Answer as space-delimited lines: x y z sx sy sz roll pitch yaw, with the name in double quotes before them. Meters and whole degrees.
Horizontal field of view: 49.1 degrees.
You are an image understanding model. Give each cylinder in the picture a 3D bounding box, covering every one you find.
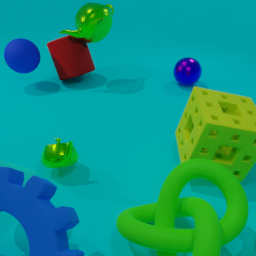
"cylinder" -1.832 -2.307 9.104 1.232 1.232 1.232 -16 16 5

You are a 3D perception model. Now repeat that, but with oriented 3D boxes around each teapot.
"teapot" -1.339 0.487 5.537 0.741 0.583 1.192 -2 -8 -37
"teapot" -1.126 -3.142 8.312 0.937 1.190 1.913 42 68 16

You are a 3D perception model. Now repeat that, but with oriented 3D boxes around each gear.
"gear" -1.592 1.541 3.344 2.075 0.384 2.075 -3 71 9

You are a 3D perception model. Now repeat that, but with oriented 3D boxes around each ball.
"ball" 1.897 -1.801 8.945 0.899 0.899 0.899 0 34 0
"ball" -3.217 -2.192 8.545 1.049 1.049 1.049 0 34 0

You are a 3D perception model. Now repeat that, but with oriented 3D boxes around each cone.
"cone" -2.005 0.645 4.145 0.874 0.878 0.874 -33 18 12

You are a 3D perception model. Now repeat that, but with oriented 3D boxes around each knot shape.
"knot shape" 0.767 1.413 3.846 1.910 0.883 1.788 -27 29 16

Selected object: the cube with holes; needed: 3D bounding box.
"cube with holes" 1.706 0.111 5.318 1.178 1.178 1.178 10 37 -7
